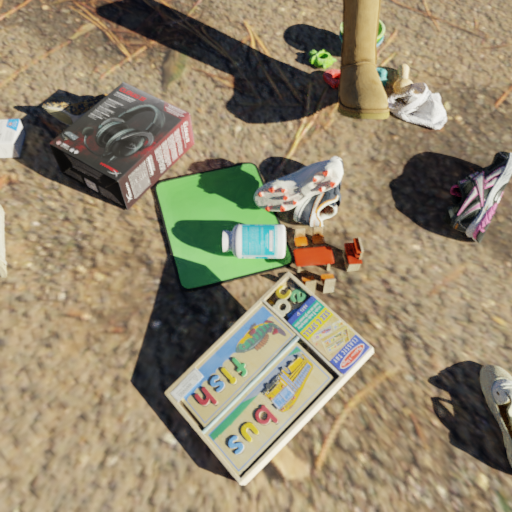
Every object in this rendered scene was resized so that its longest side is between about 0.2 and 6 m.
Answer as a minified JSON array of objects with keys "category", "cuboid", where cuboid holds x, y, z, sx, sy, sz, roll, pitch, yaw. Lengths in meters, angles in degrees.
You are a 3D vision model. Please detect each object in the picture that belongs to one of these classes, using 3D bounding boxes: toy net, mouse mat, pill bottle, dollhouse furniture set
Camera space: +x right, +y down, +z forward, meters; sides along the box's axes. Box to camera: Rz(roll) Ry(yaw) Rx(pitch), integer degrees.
[{"category":"toy net","cuboid":[3.240,-4.696,14.567,2.181,0.803,4.158,-28,60,-18]},{"category":"mouse mat","cuboid":[-0.770,-0.743,12.296,2.503,0.117,3.110,-14,58,-9]},{"category":"pill bottle","cuboid":[-0.051,-0.298,11.526,1.280,0.709,0.709,1,56,-2]},{"category":"dollhouse furniture set","cuboid":[1.445,-0.007,11.419,1.342,0.699,1.356,-5,56,-4]}]

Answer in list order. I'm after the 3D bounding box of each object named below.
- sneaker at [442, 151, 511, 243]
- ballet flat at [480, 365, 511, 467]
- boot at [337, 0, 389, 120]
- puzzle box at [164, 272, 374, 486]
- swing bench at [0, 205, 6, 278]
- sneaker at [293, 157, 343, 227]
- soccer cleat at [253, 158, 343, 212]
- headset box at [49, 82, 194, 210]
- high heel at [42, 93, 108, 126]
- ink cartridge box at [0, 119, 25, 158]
[{"category":"sneaker","cuboid":[4.871,-1.489,12.288,1.055,0.982,2.445,25,58,18]},{"category":"ballet flat","cuboid":[4.463,2.728,9.585,0.697,0.645,2.067,-7,56,-5]},{"category":"boot","cuboid":[2.409,-5.090,12.780,1.130,3.416,2.992,-3,30,-3]},{"category":"puzzle box","cuboid":[0.202,2.036,9.678,3.143,0.400,2.091,-45,65,-7]},{"category":"swing bench","cuboid":[-6.112,-0.365,11.419,1.733,1.124,1.724,-14,56,-10]},{"category":"sneaker","cuboid":[1.585,-1.356,12.347,0.727,0.718,1.831,26,71,23]},{"category":"soccer cleat","cuboid":[0.910,-1.493,11.910,2.058,0.713,0.798,-17,26,28]},{"category":"headset box","cuboid":[-2.950,-2.692,13.028,2.086,1.082,2.803,29,62,19]},{"category":"high heel","cuboid":[-4.457,-3.811,14.065,1.546,0.552,1.102,16,62,-9]},{"category":"ink cartridge box","cuboid":[-6.284,-2.808,13.453,1.190,0.502,0.869,-2,56,-2]}]
